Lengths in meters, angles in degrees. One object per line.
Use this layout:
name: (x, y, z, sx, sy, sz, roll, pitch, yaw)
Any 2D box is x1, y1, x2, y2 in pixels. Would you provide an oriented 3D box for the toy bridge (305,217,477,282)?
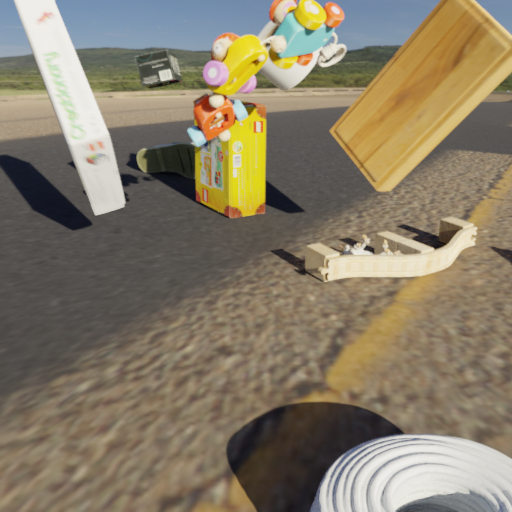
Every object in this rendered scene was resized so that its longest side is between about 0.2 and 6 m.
toy bridge: (2.648, -0.056, 10.042, 3.743, 0.509, 1.258, -12, 24, -29)

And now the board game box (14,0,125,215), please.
board game box: (-3.097, -2.649, 9.228, 0.597, 3.449, 2.177, -21, -19, -14)

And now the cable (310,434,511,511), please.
cable: (1.320, 2.033, 4.086, 1.885, 0.653, 1.885, 3, 20, 7)

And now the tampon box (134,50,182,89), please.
tampon box: (-1.924, -3.686, 11.113, 0.683, 0.575, 0.911, -11, 13, 5)

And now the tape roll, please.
tape roll: (0.549, -3.890, 10.629, 0.843, 1.227, 1.227, 31, 5, -28)

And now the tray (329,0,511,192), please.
tray: (2.883, -2.828, 9.911, 0.601, 3.246, 1.601, -8, 58, -50)

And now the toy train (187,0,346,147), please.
toy train: (-0.015, -2.639, 7.788, 2.610, 0.726, 1.961, -33, -9, 2)

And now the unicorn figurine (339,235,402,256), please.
unicorn figurine: (1.926, -0.017, 9.861, 1.178, 0.809, 0.435, 32, 58, 20)

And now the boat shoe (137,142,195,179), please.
boat shoe: (-2.271, -3.098, 17.492, 3.018, 1.128, 1.032, 10, 28, 28)

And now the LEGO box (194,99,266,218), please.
LEGO box: (-0.659, -2.369, 13.417, 0.981, 2.542, 1.893, -11, 24, -29)
